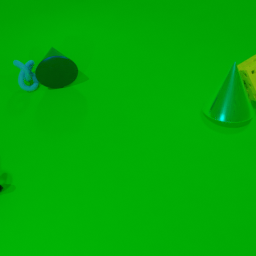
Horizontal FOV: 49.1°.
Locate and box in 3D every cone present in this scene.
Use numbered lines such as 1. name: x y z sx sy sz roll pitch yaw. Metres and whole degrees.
1. cone: -2.420 -2.251 9.232 1.338 1.338 1.343 -12 56 -10
2. cone: 2.981 -1.184 8.083 1.510 1.515 1.510 -3 33 2

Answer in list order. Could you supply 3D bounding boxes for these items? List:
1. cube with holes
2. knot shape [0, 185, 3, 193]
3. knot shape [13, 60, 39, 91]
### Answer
1. cube with holes: 3.953 -1.552 8.517 1.034 1.034 1.034 -31 13 -2
2. knot shape: -3.547 1.397 6.505 1.067 0.999 0.493 -24 34 -26
3. knot shape: -3.341 -1.825 9.136 0.502 1.016 1.086 -12 65 4
